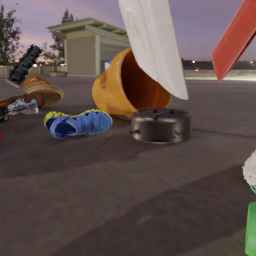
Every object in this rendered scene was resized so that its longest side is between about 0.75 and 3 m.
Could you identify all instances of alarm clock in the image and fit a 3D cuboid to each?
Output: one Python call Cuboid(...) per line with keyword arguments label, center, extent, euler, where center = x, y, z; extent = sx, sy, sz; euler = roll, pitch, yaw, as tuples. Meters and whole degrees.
Cuboid(label="alarm clock", center=(1.009, -0.172, 8.143), extent=(1.714, 0.846, 2.541), euler=(3, 10, 16))

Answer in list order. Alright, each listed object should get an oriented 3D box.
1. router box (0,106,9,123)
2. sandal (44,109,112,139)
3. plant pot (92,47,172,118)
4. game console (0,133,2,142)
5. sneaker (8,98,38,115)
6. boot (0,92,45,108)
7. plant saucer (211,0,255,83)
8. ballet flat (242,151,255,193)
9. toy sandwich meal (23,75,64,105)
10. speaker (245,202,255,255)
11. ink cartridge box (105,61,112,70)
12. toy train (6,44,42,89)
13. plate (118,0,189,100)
Cuboid(label="router box", center=(-5.105, -0.381, 9.574), extent=(1.296, 0.537, 1.729), euler=(1, 12, 5))
Cuboid(label="sandal", center=(-1.401, -0.046, 7.849), extent=(1.933, 0.768, 0.841), euler=(-6, 24, -4))
Cuboid(label="plant pot", center=(-0.062, -1.547, 10.969), extent=(2.665, 2.665, 2.440), euler=(-11, 1, -41))
Cuboid(label="game console", center=(-4.931, 0.399, 6.697), extent=(2.298, 1.583, 2.667), euler=(39, 27, 17))
Cuboid(label="sneaker", center=(-4.583, -0.909, 11.670), extent=(1.579, 0.682, 0.613), euler=(-4, 13, -19))
Cuboid(label="boot", center=(-5.139, -1.119, 12.475), extent=(2.131, 0.775, 2.264), euler=(7, 15, 26))
Cuboid(label="plant saucer", center=(2.241, -2.114, 4.590), extent=(0.424, 2.307, 2.311), euler=(35, 43, 11))
Cuboid(label="ballet flat", center=(2.698, 0.429, 5.184), extent=(0.934, 0.934, 2.603), euler=(7, 15, 28))
Cuboid(label="toy sandwich meal", center=(-4.209, -1.830, 13.887), extent=(2.060, 0.705, 2.060), euler=(-8, -21, -3))
Cuboid(label="speaker", center=(1.892, 1.099, 2.644), extent=(1.415, 0.626, 0.626), euler=(5, 13, 23))
Cuboid(label="ink cartridge box", center=(0.395, -2.349, 13.656), extent=(2.853, 2.070, 1.194), euler=(-21, 33, -33))
Cuboid(label="toy train", center=(-3.363, -2.018, 9.109), extent=(0.480, 0.644, 2.814), euler=(31, 28, -21))
Cuboid(label="plate", center=(0.326, -2.215, 6.023), extent=(0.462, 2.850, 2.856), euler=(-21, 27, -2))
